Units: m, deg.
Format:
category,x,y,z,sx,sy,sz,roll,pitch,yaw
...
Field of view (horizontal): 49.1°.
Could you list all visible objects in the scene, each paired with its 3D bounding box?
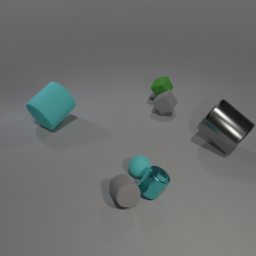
category,x,y,z,sx,sy,sz,roll,pitch,yaw
cylinder,-0.096,1.740,7.835,0.700,0.700,0.700,-11,19,-18
cylinder,0.749,1.569,8.097,0.700,0.700,0.700,27,26,-15
cube,1.636,-1.140,12.274,0.700,0.700,0.700,-23,19,39
cylinder,3.416,-0.060,9.864,1.400,1.400,1.400,44,46,13
cylinder,-3.080,-0.892,11.267,1.400,1.400,1.400,23,60,32
ball,0.373,1.217,8.884,0.700,0.700,0.700,0,31,0
cube,1.617,-1.932,13.267,0.700,0.700,0.700,-6,42,40
